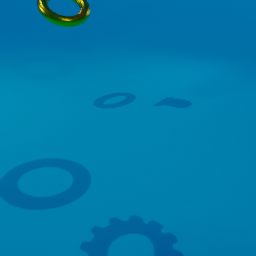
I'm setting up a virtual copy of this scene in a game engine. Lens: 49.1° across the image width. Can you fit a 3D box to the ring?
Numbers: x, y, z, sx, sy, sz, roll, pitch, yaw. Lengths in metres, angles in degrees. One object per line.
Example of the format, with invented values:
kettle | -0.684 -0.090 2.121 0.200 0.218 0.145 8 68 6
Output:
ring | -1.734 -3.301 7.612 1.425 0.285 1.425 8 59 -14
